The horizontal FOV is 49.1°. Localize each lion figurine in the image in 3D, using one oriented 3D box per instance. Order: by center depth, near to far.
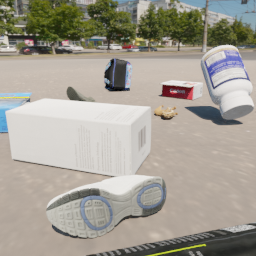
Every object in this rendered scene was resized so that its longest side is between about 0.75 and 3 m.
[{"bbox_3d":[1.258,-0.552,9.899,0.732,0.433,1.195,-19,11,-30],"label":"lion figurine"}]

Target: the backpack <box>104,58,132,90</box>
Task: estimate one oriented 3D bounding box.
[{"bbox_3d":[-0.652,-2.920,15.604,1.254,1.702,1.864,3,4,-19],"label":"backpack"}]

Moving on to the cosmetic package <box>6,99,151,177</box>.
[{"bbox_3d":[-1.028,0.097,6.220,2.823,1.197,1.519,6,19,20],"label":"cosmetic package"}]

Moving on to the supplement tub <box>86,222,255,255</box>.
[{"bbox_3d":[0.273,1.400,1.678,2.222,1.361,1.361,-4,17,-14],"label":"supplement tub"}]

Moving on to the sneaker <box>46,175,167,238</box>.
[{"bbox_3d":[-0.320,1.090,4.199,1.841,0.686,0.802,-3,4,-32],"label":"sneaker"}]

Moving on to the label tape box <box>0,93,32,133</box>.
[{"bbox_3d":[-4.152,-0.539,9.051,1.753,0.769,2.430,-2,17,-7],"label":"label tape box"}]

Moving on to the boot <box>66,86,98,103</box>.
[{"bbox_3d":[-1.781,-1.154,11.081,1.300,0.440,0.850,42,25,19],"label":"boot"}]

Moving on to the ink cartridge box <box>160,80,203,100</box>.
[{"bbox_3d":[2.504,-1.811,13.371,1.653,0.693,1.451,12,21,34],"label":"ink cartridge box"}]

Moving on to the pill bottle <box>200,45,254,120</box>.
[{"bbox_3d":[3.213,-1.431,9.009,1.290,2.156,1.290,-7,-25,-3],"label":"pill bottle"}]
